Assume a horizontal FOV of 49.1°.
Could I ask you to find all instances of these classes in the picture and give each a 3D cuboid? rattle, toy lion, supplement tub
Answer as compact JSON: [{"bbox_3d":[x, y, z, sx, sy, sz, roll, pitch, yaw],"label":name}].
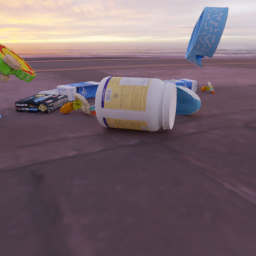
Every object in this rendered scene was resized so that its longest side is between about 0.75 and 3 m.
[{"bbox_3d":[-1.563,-0.587,9.166,0.832,0.758,1.164,-27,57,-34],"label":"rattle"},{"bbox_3d":[-3.240,-1.858,7.257,1.761,0.604,1.688,43,9,-11],"label":"toy lion"},{"bbox_3d":[3.736,-1.777,13.125,0.575,0.524,0.805,-8,42,12],"label":"rattle"},{"bbox_3d":[0.252,-0.652,7.609,1.964,1.428,1.428,6,18,16],"label":"supplement tub"}]

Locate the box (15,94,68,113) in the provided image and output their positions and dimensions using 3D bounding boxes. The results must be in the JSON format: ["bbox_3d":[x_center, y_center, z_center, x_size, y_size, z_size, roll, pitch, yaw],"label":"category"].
[{"bbox_3d":[-3.098,-0.917,10.208,1.268,0.367,1.595,4,18,13],"label":"box"}]

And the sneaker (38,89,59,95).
[{"bbox_3d":[-3.321,-1.316,11.523,0.979,0.358,0.347,-18,58,-7],"label":"sneaker"}]

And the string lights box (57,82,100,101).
[{"bbox_3d":[-2.017,-1.632,12.167,0.959,0.550,1.867,16,24,41],"label":"string lights box"}]

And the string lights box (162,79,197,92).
[{"bbox_3d":[2.211,-1.947,13.171,1.833,0.540,0.942,-9,19,-25],"label":"string lights box"}]

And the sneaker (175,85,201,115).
[{"bbox_3d":[1.678,-1.127,9.909,1.027,0.972,2.542,-13,23,-30],"label":"sneaker"}]

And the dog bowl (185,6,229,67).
[{"bbox_3d":[1.960,-2.349,7.269,0.537,1.207,2.166,16,0,3],"label":"dog bowl"}]
